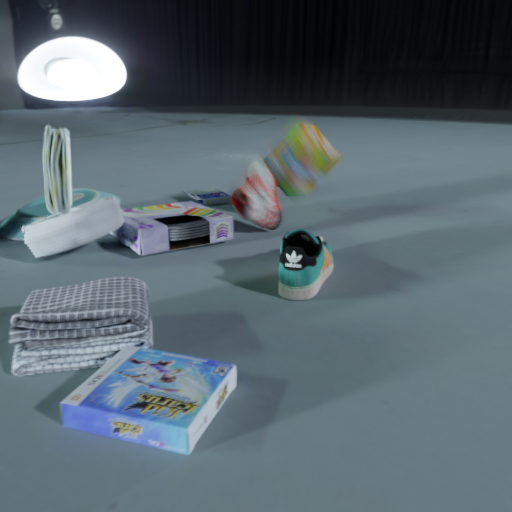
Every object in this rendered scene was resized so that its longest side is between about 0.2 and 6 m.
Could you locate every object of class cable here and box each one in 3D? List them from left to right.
[{"bbox_3d":[-3.364,-0.541,10.395,1.828,0.633,1.828,-24,14,-17],"label":"cable"}]

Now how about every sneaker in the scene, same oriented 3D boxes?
[{"bbox_3d":[-0.085,-1.436,12.044,0.974,0.607,1.818,14,50,-40],"label":"sneaker"},{"bbox_3d":[0.874,-0.075,9.417,0.807,0.904,2.262,4,19,12],"label":"sneaker"}]

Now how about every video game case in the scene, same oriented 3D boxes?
[{"bbox_3d":[-1.078,1.449,5.909,1.400,0.318,1.269,6,21,17],"label":"video game case"}]

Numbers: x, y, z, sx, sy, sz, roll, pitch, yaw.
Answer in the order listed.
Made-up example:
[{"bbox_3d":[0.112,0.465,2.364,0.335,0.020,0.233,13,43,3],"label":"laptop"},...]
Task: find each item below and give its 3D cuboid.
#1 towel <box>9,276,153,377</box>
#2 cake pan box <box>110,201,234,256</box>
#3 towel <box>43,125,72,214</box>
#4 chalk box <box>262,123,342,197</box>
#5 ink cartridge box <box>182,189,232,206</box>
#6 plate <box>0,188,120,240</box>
[{"bbox_3d":[-2.201,0.798,7.163,1.706,0.730,1.412,-4,19,-12],"label":"towel"},{"bbox_3d":[-1.765,-0.605,11.436,1.991,0.566,2.162,-12,20,-27],"label":"cake pan box"},{"bbox_3d":[-3.569,-1.543,10.077,0.420,1.494,1.746,-1,10,-16],"label":"towel"},{"bbox_3d":[0.908,-2.059,12.940,1.056,1.704,1.063,50,27,12],"label":"chalk box"},{"bbox_3d":[-1.307,-1.543,14.744,1.037,0.244,1.025,-10,23,-22],"label":"ink cartridge box"},{"bbox_3d":[-4.353,-1.040,12.383,2.643,0.338,2.643,-9,25,4],"label":"plate"}]
